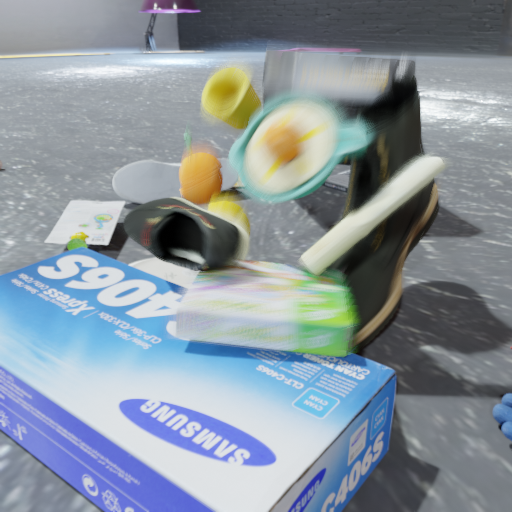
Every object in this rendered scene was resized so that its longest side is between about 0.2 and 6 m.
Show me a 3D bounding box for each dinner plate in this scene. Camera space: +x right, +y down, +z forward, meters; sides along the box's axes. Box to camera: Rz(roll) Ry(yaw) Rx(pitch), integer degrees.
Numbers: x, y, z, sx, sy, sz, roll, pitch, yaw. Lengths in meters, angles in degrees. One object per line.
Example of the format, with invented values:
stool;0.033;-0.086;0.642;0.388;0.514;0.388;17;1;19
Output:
dinner plate;-1.246;0.373;7.971;1.988;0.241;1.988;1;25;-1

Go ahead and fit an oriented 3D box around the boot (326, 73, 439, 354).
boot;1.212;-0.497;6.571;1.130;2.018;2.918;12;56;30

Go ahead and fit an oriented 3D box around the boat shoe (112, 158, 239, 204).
boat shoe;-1.664;-1.535;11.578;2.535;0.899;0.885;-11;-1;-14

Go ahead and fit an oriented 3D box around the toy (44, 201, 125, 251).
toy;-2.865;-0.470;9.588;0.987;0.405;1.714;1;25;-3

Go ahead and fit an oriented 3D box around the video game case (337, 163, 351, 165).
video game case;2.116;-2.651;14.598;1.442;0.184;1.303;10;27;20

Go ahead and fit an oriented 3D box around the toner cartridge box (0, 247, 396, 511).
toner cartridge box;-1.130;1.140;5.397;4.378;0.945;2.079;18;30;33

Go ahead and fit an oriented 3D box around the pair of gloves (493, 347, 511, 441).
pair of gloves;3.492;1.489;5.476;2.057;0.291;2.558;11;26;26

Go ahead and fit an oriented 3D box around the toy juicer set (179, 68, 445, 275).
toy juicer set;0.191;-0.830;5.945;2.923;1.859;0.795;32;0;33

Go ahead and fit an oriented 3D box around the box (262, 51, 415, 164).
box;1.428;-2.734;10.946;2.576;0.786;3.253;4;-11;2

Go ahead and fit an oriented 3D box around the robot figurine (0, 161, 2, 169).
robot figurine;-6.356;-2.193;13.472;0.460;0.346;0.287;-5;5;-10

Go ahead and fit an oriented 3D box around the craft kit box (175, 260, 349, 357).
craft kit box;0.110;0.439;5.491;1.501;0.364;1.483;6;21;3

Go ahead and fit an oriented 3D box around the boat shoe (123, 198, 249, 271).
boat shoe;-0.909;-0.271;6.066;1.826;0.668;0.572;17;13;43

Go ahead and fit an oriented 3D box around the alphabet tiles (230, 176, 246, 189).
alphabet tiles;-0.060;-1.916;13.123;2.382;0.075;1.982;-2;25;-5

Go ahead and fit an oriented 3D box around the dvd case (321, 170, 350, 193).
dvd case;2.148;-1.666;12.487;1.241;0.154;0.933;-22;33;-39
